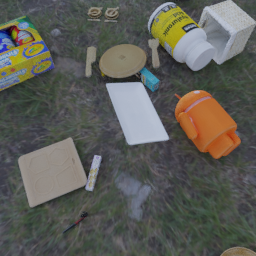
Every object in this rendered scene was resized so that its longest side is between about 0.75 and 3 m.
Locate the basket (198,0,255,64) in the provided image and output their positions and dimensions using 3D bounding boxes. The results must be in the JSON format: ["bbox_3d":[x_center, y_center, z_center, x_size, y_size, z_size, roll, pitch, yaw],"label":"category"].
[{"bbox_3d":[3.902,-3.891,11.352,1.412,1.740,1.756,-26,65,-16],"label":"basket"}]

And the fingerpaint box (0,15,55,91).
[{"bbox_3d":[-4.829,-2.963,11.214,2.910,1.067,2.428,-27,65,-14],"label":"fingerpaint box"}]

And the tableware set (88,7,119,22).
[{"bbox_3d":[-1.150,-5.353,12.959,1.439,0.288,0.951,4,61,2],"label":"tableware set"}]

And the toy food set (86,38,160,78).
[{"bbox_3d":[-0.182,-2.632,11.151,2.936,0.589,2.027,-5,53,7],"label":"toy food set"}]

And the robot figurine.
[{"bbox_3d":[2.587,-0.225,9.482,1.842,1.494,2.562,-29,65,-8],"label":"robot figurine"}]

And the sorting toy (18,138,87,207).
[{"bbox_3d":[-2.497,1.434,9.258,1.966,0.359,1.820,-23,63,-7],"label":"sorting toy"}]

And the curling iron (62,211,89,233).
[{"bbox_3d":[-1.616,2.877,8.553,0.945,0.121,0.234,-38,105,-15],"label":"curling iron"}]

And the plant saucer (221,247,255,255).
[{"bbox_3d":[3.166,4.159,7.778,1.559,0.276,1.559,0,61,0],"label":"plant saucer"}]

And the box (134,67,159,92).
[{"bbox_3d":[0.702,-2.009,11.015,0.299,0.501,1.219,-37,67,-18],"label":"box"}]

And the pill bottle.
[{"bbox_3d":[2.171,-3.642,11.319,1.542,1.542,2.771,-30,66,-15],"label":"pill bottle"}]

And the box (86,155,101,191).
[{"bbox_3d":[-1.135,1.485,9.263,0.246,0.229,1.186,11,62,6],"label":"box"}]

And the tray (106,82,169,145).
[{"bbox_3d":[0.203,-0.444,8.090,1.230,0.254,2.290,-6,54,-21],"label":"tray"}]
